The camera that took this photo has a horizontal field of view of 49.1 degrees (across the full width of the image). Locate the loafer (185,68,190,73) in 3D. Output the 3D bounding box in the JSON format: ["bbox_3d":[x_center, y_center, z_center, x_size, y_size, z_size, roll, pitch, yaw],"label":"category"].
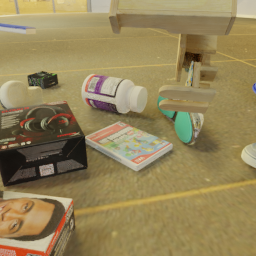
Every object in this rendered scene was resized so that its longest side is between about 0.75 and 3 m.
[{"bbox_3d":[3.660,-2.952,13.932,1.717,0.617,0.540,22,29,40],"label":"loafer"}]

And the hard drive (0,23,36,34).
[{"bbox_3d":[-2.777,-2.279,6.358,1.134,0.144,0.748,6,20,-4],"label":"hard drive"}]

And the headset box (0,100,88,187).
[{"bbox_3d":[-2.349,0.186,7.375,1.964,0.991,2.643,-10,29,-19],"label":"headset box"}]

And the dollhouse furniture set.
[{"bbox_3d":[0.770,-1.706,5.058,1.697,2.239,2.555,5,-13,8],"label":"dollhouse furniture set"}]

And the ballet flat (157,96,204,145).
[{"bbox_3d":[1.769,-0.397,8.612,1.005,1.005,2.793,-6,29,-11],"label":"ballet flat"}]

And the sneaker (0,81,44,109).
[{"bbox_3d":[-3.721,-0.914,9.080,1.191,1.056,2.817,-5,2,1],"label":"sneaker"}]

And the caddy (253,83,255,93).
[{"bbox_3d":[5.838,-1.570,10.415,2.559,1.343,1.809,-22,46,-36],"label":"caddy"}]

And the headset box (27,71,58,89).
[{"bbox_3d":[-3.742,-2.128,12.423,1.033,0.479,0.899,16,31,28],"label":"headset box"}]

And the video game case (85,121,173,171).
[{"bbox_3d":[-0.024,0.417,7.829,2.068,0.180,1.478,24,36,38],"label":"video game case"}]

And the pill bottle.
[{"bbox_3d":[-0.450,-1.168,9.811,2.117,1.179,1.179,14,31,24],"label":"pill bottle"}]

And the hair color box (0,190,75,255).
[{"bbox_3d":[-2.215,1.698,4.759,2.351,0.720,1.193,5,27,8],"label":"hair color box"}]

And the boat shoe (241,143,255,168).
[{"bbox_3d":[4.318,0.497,6.713,2.957,1.053,1.032,4,28,7],"label":"boat shoe"}]
